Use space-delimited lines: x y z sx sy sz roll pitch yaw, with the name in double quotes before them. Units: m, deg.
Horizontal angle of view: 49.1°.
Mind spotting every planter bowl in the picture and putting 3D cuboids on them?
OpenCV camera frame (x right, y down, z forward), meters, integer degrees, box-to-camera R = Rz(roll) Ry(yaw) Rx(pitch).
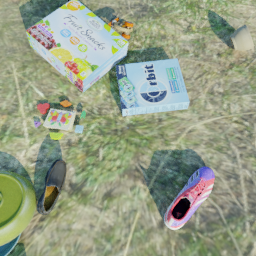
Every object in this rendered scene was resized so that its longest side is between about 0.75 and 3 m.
"planter bowl" 4.538 -3.540 11.282 0.682 1.013 1.013 -21 60 20

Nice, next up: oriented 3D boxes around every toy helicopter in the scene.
"toy helicopter" -0.268 -4.223 11.558 0.999 0.596 1.511 17 29 -1

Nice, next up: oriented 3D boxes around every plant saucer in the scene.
"plant saucer" -3.952 2.203 8.122 2.456 0.382 2.456 4 49 -5
"plant saucer" -4.081 2.845 8.061 2.175 0.391 2.175 2 62 -3

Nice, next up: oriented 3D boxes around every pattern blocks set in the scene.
"pattern blocks set" -2.394 -0.316 9.831 1.811 0.147 1.591 -3 59 3

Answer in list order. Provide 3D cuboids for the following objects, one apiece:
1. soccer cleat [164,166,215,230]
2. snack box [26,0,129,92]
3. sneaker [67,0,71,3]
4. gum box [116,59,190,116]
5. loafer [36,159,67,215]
"soccer cleat" 1.916 1.997 8.311 0.779 0.836 2.283 38 68 18
"snack box" -1.904 -3.241 10.804 2.970 1.005 2.504 43 69 8
"sneaker" -2.487 -5.241 12.384 0.421 0.488 1.113 -19 65 -12
"gum box" 0.852 -1.533 10.373 2.386 0.532 2.027 -7 62 -4
"loafer" -2.205 1.759 8.416 0.624 0.619 1.713 20 70 -22
